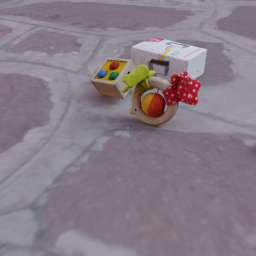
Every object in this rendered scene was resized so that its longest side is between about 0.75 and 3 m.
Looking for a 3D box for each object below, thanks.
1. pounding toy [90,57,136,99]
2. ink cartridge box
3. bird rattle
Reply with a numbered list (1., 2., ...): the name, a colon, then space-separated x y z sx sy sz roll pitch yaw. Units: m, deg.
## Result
1. pounding toy: -0.566 -1.844 8.992 1.673 0.765 1.470 15 64 35
2. ink cartridge box: 1.452 -2.468 10.135 2.255 0.966 1.665 22 38 29
3. bird rattle: 0.826 -0.863 7.497 2.020 1.647 1.138 18 28 6
